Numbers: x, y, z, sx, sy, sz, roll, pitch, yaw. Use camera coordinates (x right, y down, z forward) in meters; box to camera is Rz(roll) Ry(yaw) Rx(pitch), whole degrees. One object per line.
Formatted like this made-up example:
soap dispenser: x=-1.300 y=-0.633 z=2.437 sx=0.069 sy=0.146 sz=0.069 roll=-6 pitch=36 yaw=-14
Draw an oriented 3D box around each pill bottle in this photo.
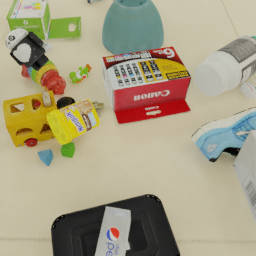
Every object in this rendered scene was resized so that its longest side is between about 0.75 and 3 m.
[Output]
pill bottle: x=3.711 y=-2.250 z=10.083 sx=2.603 sy=1.472 sz=1.472 roll=-32 pitch=58 yaw=-25

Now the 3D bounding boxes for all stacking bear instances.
stacking bear: x=-2.985 y=-1.905 z=10.177 sx=1.046 sy=1.118 sz=1.840 roll=-36 pitch=67 yaw=-27

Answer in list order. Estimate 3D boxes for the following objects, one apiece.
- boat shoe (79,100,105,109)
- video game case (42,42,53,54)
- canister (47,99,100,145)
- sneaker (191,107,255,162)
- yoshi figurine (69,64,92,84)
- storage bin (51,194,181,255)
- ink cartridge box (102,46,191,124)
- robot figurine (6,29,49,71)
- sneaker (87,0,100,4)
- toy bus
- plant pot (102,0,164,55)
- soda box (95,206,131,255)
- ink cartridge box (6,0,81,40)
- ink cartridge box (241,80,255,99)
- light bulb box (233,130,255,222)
boat shoe: x=-1.245 y=-0.824 z=9.609 sx=0.872 sy=0.274 sz=0.318 roll=-2 pitch=15 yaw=-4
video game case: x=-4.016 y=-3.353 z=11.849 sx=1.253 sy=0.148 sz=1.141 roll=21 pitch=54 yaw=17
canister: x=-1.533 y=-0.227 z=8.096 sx=1.314 sy=0.569 sz=0.976 roll=-31 pitch=99 yaw=-42
sneaker: x=3.377 y=0.276 z=8.510 sx=2.836 sy=1.112 sz=1.276 roll=-19 pitch=72 yaw=-11
yoshi figurine: x=-1.862 y=-2.090 z=10.622 sx=0.532 sy=0.534 sz=0.950 roll=19 pitch=54 yaw=35
storage bin: x=-0.292 y=2.694 z=6.225 sx=2.512 sy=1.177 sz=1.698 roll=-12 pitch=51 yaw=-9
ink cartridge box: x=0.657 y=-1.532 z=9.711 sx=2.705 sy=1.134 sz=2.375 roll=-12 pitch=52 yaw=-10
robot figurine: x=-2.876 y=-2.226 z=7.990 sx=0.922 sy=1.227 sz=0.766 roll=-46 pitch=21 yaw=-7
sneaker: x=-1.526 y=-6.908 z=14.474 sx=0.712 sy=0.640 sz=1.650 roll=23 pitch=54 yaw=14
toy bus: x=-2.471 y=-0.449 z=8.638 sx=2.488 sy=1.362 sz=2.636 roll=20 pitch=53 yaw=14
plant pot: x=0.194 y=-4.488 z=11.636 sx=2.716 sy=1.830 sz=2.716 roll=-1 pitch=53 yaw=1
soda box: x=-0.326 y=2.412 z=5.352 sx=0.527 sy=0.567 sz=1.662 roll=7 pitch=50 yaw=6
ink cartridge box: x=-3.587 y=-4.894 z=12.424 sx=2.868 sy=1.087 sz=2.120 roll=-5 pitch=46 yaw=-4
ink cartridge box: x=4.617 y=-1.421 z=10.133 sx=0.817 sy=0.343 sz=0.592 roll=-12 pitch=52 yaw=-9
light bulb box: x=4.518 y=1.439 z=6.908 sx=2.684 sy=1.675 sz=2.661 roll=-4 pitch=50 yaw=-3
